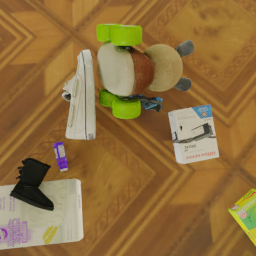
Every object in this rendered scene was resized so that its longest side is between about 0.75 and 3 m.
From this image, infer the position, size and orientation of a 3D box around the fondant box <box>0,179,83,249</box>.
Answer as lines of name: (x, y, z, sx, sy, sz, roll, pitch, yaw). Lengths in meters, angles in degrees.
fondant box: (-2.186, 2.106, 6.941, 2.032, 0.592, 1.466, -6, 76, 0)

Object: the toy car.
toy car: (0.588, -1.543, 7.093, 2.465, 1.945, 2.024, -9, 114, -22)

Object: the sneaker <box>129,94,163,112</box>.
sneaker: (0.454, -0.673, 7.638, 0.953, 0.349, 0.390, 12, 117, 14)

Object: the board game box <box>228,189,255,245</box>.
board game box: (3.339, 2.427, 6.832, 0.848, 0.398, 1.670, -37, 87, -9)

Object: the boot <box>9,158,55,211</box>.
boot: (-2.123, 1.310, 6.619, 1.216, 0.450, 0.996, 18, 73, 13)

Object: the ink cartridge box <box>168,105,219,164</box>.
ink cartridge box: (1.681, 0.162, 7.207, 0.986, 0.574, 1.364, -10, 90, -6)

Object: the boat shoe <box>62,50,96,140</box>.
boat shoe: (-1.286, -0.905, 7.321, 0.837, 0.916, 2.546, -2, 75, -6)

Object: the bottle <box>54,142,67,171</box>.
bottle: (-1.762, 0.752, 7.364, 0.248, 0.317, 0.759, -12, 86, -16)
